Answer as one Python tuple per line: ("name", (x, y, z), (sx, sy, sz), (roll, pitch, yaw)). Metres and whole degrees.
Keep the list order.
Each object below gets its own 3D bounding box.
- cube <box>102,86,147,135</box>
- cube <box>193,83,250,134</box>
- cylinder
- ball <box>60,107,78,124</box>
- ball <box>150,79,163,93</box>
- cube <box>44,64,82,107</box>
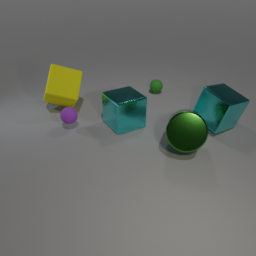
("cube", (-0.166, -0.776, 11.797), (1.400, 1.400, 1.400), (-17, 35, -26))
("cube", (3.754, -0.833, 11.470), (1.400, 1.400, 1.400), (-14, 46, -37))
("cylinder", (2.082, 0.060, 10.012), (1.400, 1.400, 1.400), (6, 8, 10))
("ball", (-2.423, -0.511, 11.529), (0.700, 0.700, 0.700), (0, 31, 0))
("ball", (1.499, -2.231, 14.829), (0.700, 0.700, 0.700), (0, 31, 0))
("cube", (-2.989, -1.882, 12.807), (1.400, 1.400, 1.400), (11, -13, -18))
